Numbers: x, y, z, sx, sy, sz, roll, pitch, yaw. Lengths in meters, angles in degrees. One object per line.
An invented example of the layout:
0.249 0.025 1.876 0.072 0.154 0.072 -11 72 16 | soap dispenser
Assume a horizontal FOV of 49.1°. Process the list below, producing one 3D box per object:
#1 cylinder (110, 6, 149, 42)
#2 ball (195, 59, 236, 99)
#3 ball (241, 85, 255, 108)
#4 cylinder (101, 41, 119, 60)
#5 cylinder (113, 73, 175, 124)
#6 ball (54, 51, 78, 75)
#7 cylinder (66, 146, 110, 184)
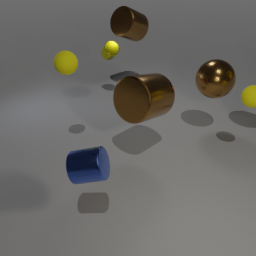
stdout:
0.079 -5.077 13.739 1.400 1.400 1.400 21 16 32 | cylinder
3.153 -1.770 10.134 1.400 1.400 1.400 0 30 0 | ball
3.924 -0.986 8.782 0.700 0.700 0.700 0 30 0 | ball
-0.860 -3.622 13.128 0.700 0.700 0.700 -14 0 -23 | cylinder
0.502 -0.938 8.604 1.400 1.400 1.400 22 25 33 | cylinder
-1.839 -1.928 8.291 0.700 0.700 0.700 0 30 0 | ball
-0.806 0.766 5.751 0.700 0.700 0.700 -10 28 13 | cylinder
